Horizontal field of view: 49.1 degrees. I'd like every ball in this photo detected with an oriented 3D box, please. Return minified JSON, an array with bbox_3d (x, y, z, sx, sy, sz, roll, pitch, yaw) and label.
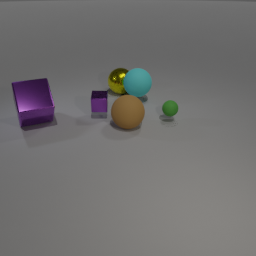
[{"bbox_3d":[-0.386,-2.506,14.968,1.400,1.400,1.400,0,28,0],"label":"ball"},{"bbox_3d":[1.822,-0.847,12.086,0.700,0.700,0.700,0,28,0],"label":"ball"},{"bbox_3d":[-0.006,-0.660,11.560,1.400,1.400,1.400,0,28,0],"label":"ball"},{"bbox_3d":[0.478,-2.244,13.865,1.400,1.400,1.400,0,28,0],"label":"ball"}]

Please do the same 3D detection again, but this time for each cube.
[{"bbox_3d":[-3.917,-1.044,11.610,1.400,1.400,1.400,-12,71,-22],"label":"cube"},{"bbox_3d":[-1.244,-1.165,12.272,0.700,0.700,0.700,1,39,-3],"label":"cube"}]
